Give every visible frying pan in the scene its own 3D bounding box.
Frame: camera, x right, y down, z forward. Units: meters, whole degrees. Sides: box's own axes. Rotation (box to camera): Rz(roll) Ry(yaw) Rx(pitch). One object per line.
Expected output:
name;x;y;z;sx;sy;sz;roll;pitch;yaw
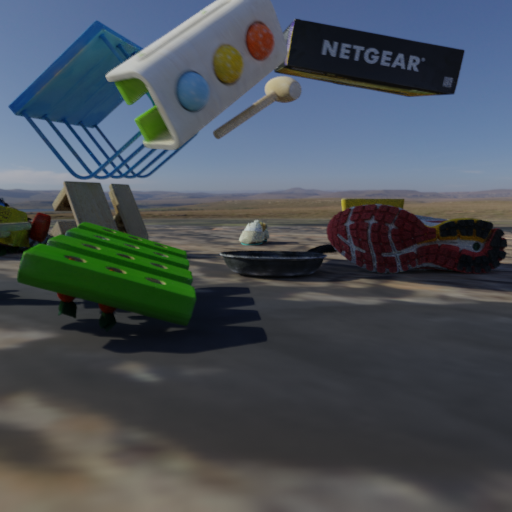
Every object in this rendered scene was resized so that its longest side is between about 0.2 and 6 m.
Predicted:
frying pan;0.377;0.034;8.030;1.447;0.389;2.393;2;4;18

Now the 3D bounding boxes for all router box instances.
router box;2.092;-3.888;11.271;3.231;0.844;2.540;8;14;-5

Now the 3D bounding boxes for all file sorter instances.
file sorter;-2.223;-2.287;9.186;1.820;1.609;2.623;-38;2;12

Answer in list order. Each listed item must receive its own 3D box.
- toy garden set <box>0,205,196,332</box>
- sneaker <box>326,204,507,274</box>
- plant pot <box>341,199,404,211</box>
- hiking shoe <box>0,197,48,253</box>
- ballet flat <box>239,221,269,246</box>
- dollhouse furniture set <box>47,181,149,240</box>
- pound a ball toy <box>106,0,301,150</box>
toy garden set;-1.726;0.062;4.984;2.232;0.534;2.678;16;5;-10
sneaker;2.203;-0.160;8.040;2.420;0.942;0.994;9;1;0
plant pot;2.468;-0.671;12.025;1.250;1.102;1.249;0;5;8
hiking shoe;-5.008;-0.666;11.098;1.055;1.229;2.835;2;6;9
ballet flat;-0.053;-0.608;14.327;0.636;0.588;1.886;1;5;8
dollhouse furniture set;-3.129;-0.235;11.339;1.890;1.620;1.988;-4;-28;-45
pound a ball toy;-0.394;-2.430;7.901;1.199;1.841;2.823;12;48;45
